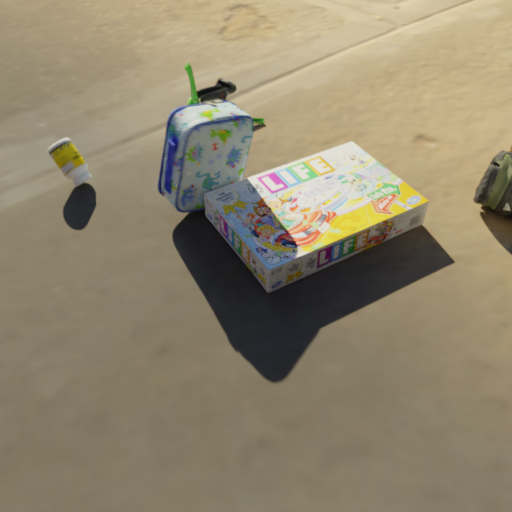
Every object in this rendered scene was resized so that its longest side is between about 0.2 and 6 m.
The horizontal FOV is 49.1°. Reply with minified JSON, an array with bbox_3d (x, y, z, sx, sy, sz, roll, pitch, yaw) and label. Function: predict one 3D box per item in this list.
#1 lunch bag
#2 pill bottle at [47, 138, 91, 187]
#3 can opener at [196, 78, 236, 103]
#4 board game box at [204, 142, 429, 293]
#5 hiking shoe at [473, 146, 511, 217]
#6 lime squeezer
[{"bbox_3d":[-0.856,-1.609,9.103,1.424,1.772,0.731,-20,52,-34],"label":"lunch bag"},{"bbox_3d":[-3.303,-1.656,9.983,0.444,0.790,0.444,-32,11,7],"label":"pill bottle"},{"bbox_3d":[-0.839,-3.399,11.714,0.433,0.537,1.365,19,29,17],"label":"can opener"},{"bbox_3d":[0.966,-0.771,9.258,3.060,0.524,2.057,-23,49,-22],"label":"board game box"},{"bbox_3d":[5.123,-1.519,9.795,1.546,1.163,3.072,39,63,19],"label":"hiking shoe"},{"bbox_3d":[-0.823,-2.977,11.026,0.803,2.273,0.429,-43,52,20],"label":"lime squeezer"}]
